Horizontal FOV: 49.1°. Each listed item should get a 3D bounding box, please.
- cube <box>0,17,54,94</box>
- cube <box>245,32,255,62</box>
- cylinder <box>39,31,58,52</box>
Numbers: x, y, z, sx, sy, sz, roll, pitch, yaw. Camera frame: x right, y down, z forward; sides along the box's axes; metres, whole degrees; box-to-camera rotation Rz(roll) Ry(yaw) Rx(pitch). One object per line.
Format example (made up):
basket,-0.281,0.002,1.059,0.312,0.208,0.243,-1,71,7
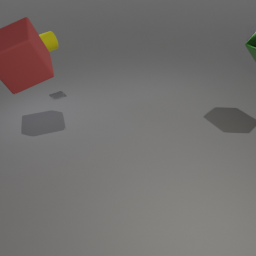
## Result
cube,-3.238,-2.158,8.415,1.400,1.400,1.400,-24,50,2
cube,4.731,-2.439,8.393,1.400,1.400,1.400,33,12,-39
cylinder,-3.205,-3.341,10.970,0.700,0.700,0.700,-30,42,-24
